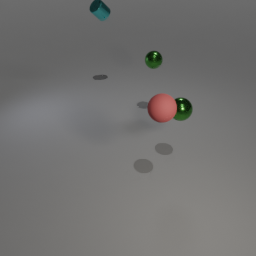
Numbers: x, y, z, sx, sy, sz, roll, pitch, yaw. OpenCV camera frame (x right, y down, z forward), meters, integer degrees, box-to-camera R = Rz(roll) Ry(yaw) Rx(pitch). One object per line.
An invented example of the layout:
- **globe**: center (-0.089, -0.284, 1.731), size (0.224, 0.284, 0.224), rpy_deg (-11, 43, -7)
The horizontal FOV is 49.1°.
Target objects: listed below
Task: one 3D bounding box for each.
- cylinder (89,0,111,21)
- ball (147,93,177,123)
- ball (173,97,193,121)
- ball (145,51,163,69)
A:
- **cylinder**: center (-1.270, -5.361, 12.734), size (0.700, 0.700, 0.700), rpy_deg (29, 2, 38)
- **ball**: center (0.815, -0.477, 6.719), size (0.700, 0.700, 0.700), rpy_deg (0, 32, 0)
- **ball**: center (1.562, -0.556, 8.306), size (0.700, 0.700, 0.700), rpy_deg (0, 32, 0)
- **ball**: center (1.008, -2.676, 10.995), size (0.700, 0.700, 0.700), rpy_deg (0, 32, 0)
